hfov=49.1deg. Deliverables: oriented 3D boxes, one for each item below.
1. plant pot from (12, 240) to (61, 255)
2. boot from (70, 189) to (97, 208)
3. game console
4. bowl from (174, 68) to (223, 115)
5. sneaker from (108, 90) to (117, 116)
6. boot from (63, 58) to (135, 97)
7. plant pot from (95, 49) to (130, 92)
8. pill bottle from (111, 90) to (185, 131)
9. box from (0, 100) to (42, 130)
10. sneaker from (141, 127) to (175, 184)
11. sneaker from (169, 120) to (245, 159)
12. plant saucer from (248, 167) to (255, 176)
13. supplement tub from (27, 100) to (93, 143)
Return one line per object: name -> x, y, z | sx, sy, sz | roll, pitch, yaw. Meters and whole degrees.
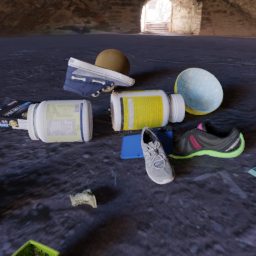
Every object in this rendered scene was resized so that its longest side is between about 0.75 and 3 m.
plant pot -> -1.682, 2.592, 5.000 | 0.750, 0.684, 0.754 | 11, 26, 24
boot -> -1.139, 1.862, 7.156 | 0.582, 0.271, 0.753 | -10, 20, -24
game console -> 0.763, 0.542, 9.878 | 1.777, 1.051, 1.517 | -6, -10, 17
bowl -> 3.160, -1.549, 13.311 | 2.300, 2.300, 1.237 | -6, -19, -13
sneaker -> -0.343, -1.066, 13.235 | 1.072, 0.944, 2.405 | 12, 24, -12
boot -> -1.014, -1.593, 9.983 | 2.510, 1.134, 0.913 | 13, 13, -25
plant pot -> -1.135, -3.207, 16.657 | 2.209, 2.209, 2.370 | 4, 36, 8
pill bottle -> 0.777, -0.748, 11.411 | 2.837, 1.579, 1.579 | -4, 24, -9
box -> -4.664, -0.628, 12.450 | 2.236, 0.560, 2.253 | 7, 24, 12
sneaker -> 0.757, 0.797, 8.412 | 0.754, 0.828, 2.019 | -23, 43, -2
sneaker -> 2.325, 0.319, 9.289 | 2.818, 1.180, 1.081 | -4, 23, 18
plant saucer -> 4.514, 1.228, 8.748 | 1.615, 0.153, 0.565 | -14, 27, -27
supplement tub -> -2.430, -0.248, 10.317 | 2.142, 1.553, 1.553 | -1, 24, -2
